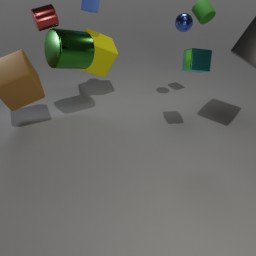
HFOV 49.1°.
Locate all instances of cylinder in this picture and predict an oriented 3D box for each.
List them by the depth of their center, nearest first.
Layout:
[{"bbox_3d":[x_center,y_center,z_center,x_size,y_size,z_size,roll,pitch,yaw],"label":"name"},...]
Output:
[{"bbox_3d":[-2.728,-3.620,9.198,0.700,0.700,0.700,-24,38,-16],"label":"cylinder"},{"bbox_3d":[-2.189,-2.926,10.455,1.400,1.400,1.400,-9,31,-38],"label":"cylinder"},{"bbox_3d":[3.007,-4.634,11.145,0.700,0.700,0.700,-20,74,-29],"label":"cylinder"},{"bbox_3d":[-1.516,-5.076,11.311,0.700,0.700,0.700,9,18,-3],"label":"cylinder"}]

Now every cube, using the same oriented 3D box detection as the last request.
[{"bbox_3d":[2.275,-2.229,9.289,0.700,0.700,0.700,2,9,-13],"label":"cube"},{"bbox_3d":[4.517,-2.773,9.353,1.400,1.400,1.400,39,26,14],"label":"cube"},{"bbox_3d":[-4.156,-1.766,10.482,1.400,1.400,1.400,-24,58,-5],"label":"cube"},{"bbox_3d":[-1.496,-3.432,12.850,1.400,1.400,1.400,12,40,-31],"label":"cube"}]

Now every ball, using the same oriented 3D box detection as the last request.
[{"bbox_3d":[2.196,-4.143,11.013,0.700,0.700,0.700,0,32,0],"label":"ball"}]
